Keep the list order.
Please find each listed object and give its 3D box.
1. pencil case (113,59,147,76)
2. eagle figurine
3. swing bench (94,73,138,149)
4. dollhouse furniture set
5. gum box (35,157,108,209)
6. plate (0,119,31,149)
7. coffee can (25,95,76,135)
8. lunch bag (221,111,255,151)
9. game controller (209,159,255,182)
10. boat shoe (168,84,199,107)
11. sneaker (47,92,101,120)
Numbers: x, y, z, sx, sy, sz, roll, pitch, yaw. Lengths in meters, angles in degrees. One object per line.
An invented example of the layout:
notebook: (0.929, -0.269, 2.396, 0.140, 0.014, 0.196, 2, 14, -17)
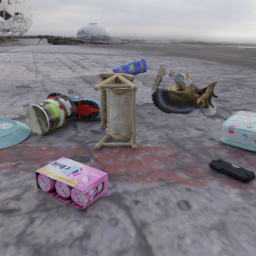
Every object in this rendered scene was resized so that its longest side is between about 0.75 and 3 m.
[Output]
pencil case: (0.080, -2.306, 11.288, 1.437, 0.624, 0.561, -15, -18, 22)
eagle figurine: (2.105, -1.241, 9.968, 1.556, 1.548, 2.051, 5, -2, -42)
swing bench: (-0.398, -0.674, 9.937, 1.434, 2.199, 2.211, 0, 22, 0)
dollhouse furniture set: (2.042, -1.881, 12.427, 1.734, 1.132, 1.637, 22, 13, 4)
gum box: (-1.370, 1.343, 6.998, 1.670, 0.552, 0.948, 14, 24, 31)
plate: (-4.871, 0.105, 10.287, 2.445, 0.312, 2.445, 2, 25, -1)
coffee can: (-2.998, -0.544, 10.995, 1.184, 1.184, 1.617, 12, 25, 28)
lunch bag: (4.307, 0.063, 9.945, 1.692, 0.813, 2.110, 13, 24, 36)
game controller: (2.939, 1.186, 7.950, 0.641, 0.259, 1.228, 0, 16, -43)
boat shoe: (2.982, -1.878, 14.593, 0.887, 0.758, 2.420, -23, 36, -24)
sneaker: (-2.306, -0.909, 12.512, 2.792, 1.107, 1.334, 14, 11, 18)
